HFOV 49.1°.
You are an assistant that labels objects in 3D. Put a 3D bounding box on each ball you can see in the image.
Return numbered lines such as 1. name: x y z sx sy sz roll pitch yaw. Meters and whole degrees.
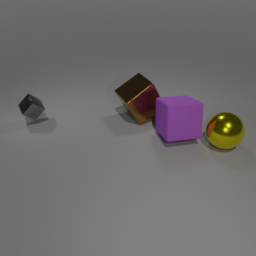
1. ball: 3.627 0.096 10.484 1.400 1.400 1.400 0 32 0

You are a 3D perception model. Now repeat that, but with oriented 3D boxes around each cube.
1. cube: -4.089 -0.890 11.897 0.700 0.700 0.700 30 18 -51
2. cube: 1.951 -0.407 10.895 1.400 1.400 1.400 -6 20 -12
3. cube: 0.510 -1.285 12.251 1.400 1.400 1.400 -37 39 -3
